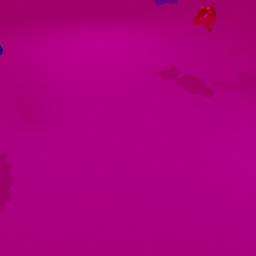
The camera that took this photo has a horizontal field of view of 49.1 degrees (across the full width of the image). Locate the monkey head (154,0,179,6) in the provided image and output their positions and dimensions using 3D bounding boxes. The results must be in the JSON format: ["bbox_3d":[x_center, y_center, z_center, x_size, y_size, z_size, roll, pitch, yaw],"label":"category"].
[{"bbox_3d":[1.359,-4.709,9.737,0.922,1.281,0.772,-11,73,28],"label":"monkey head"}]

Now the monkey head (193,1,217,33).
[{"bbox_3d":[2.398,-3.407,8.706,0.609,1.010,0.727,24,56,27],"label":"monkey head"}]

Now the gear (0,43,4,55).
[{"bbox_3d":[-3.097,-2.289,5.562,0.334,1.804,1.804,-30,46,-21],"label":"gear"}]
